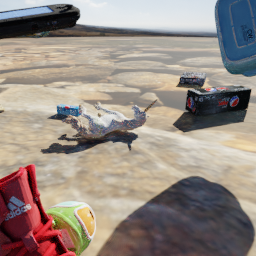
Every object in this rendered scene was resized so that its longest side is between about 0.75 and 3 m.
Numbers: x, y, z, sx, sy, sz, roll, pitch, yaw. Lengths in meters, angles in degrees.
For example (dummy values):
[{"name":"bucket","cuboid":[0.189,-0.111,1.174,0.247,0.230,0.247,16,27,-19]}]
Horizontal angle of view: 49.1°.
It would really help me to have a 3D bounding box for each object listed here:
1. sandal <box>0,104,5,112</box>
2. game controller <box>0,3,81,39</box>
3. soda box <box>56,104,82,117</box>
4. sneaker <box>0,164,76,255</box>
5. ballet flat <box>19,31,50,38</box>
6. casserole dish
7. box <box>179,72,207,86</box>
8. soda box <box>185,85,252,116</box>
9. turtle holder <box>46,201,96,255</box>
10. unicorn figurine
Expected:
[{"name":"sandal","cuboid":[-4.739,-0.826,10.243,0.328,0.294,0.894,-19,29,-39]},{"name":"game controller","cuboid":[-2.637,-2.655,6.794,2.867,0.604,1.496,-17,44,-19]},{"name":"soda box","cuboid":[-2.047,-0.623,9.738,0.863,0.293,0.277,8,23,19]},{"name":"sneaker","cuboid":[-0.955,1.419,2.794,2.905,1.678,1.138,16,27,34]},{"name":"ballet flat","cuboid":[-3.689,-3.668,10.669,1.327,0.492,0.492,-8,23,-5]},{"name":"casserole dish","cuboid":[3.186,-2.773,7.603,1.675,2.766,0.537,-14,-14,37]},{"name":"box","cuboid":[3.371,-2.562,14.430,1.215,0.383,1.541,7,23,17]},{"name":"soda box","cuboid":[3.230,-1.018,10.015,2.297,0.813,0.727,-8,26,-20]},{"name":"turtle holder","cuboid":[-0.907,1.488,4.038,0.788,1.037,0.736,42,34,10]},{"name":"unicorn figurine","cuboid":[-0.554,-0.261,8.291,1.677,0.901,2.441,30,50,34]}]
